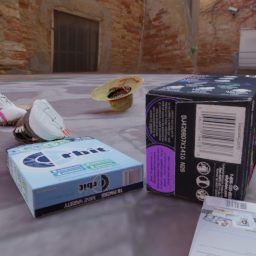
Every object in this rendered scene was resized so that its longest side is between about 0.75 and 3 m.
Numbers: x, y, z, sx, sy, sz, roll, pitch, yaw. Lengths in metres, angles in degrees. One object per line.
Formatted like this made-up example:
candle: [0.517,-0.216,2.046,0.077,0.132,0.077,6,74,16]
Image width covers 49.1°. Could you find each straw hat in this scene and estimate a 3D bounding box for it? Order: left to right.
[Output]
straw hat: [-0.284,-1.249,11.519,2.335,0.988,2.335,-12,30,7]

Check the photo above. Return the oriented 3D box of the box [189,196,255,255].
box: [1.250,1.204,2.774,1.162,0.307,1.490,5,13,21]

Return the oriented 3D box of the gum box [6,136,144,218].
gum box: [-0.996,0.655,4.765,1.710,0.448,2.013,-8,15,-30]

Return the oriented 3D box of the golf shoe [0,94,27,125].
golf shoe: [-4.152,-0.638,9.097,2.191,1.009,0.795,8,15,25]

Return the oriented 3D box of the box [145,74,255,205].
box: [1.486,-0.005,4.809,1.413,1.628,2.664,8,19,28]

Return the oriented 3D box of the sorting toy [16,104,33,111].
sorting toy: [-4.558,-0.826,11.646,0.919,0.183,1.244,-18,25,-39]

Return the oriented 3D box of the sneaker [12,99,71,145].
sneaker: [-2.136,0.055,6.638,1.137,1.070,2.777,-40,13,-6]
